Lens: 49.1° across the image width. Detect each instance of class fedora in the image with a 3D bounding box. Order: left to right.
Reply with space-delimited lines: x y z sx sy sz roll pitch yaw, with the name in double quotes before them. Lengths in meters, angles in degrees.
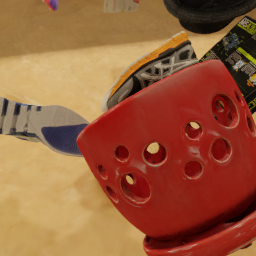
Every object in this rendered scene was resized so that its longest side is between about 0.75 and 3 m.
"fedora" 1.872 -2.823 6.312 2.152 0.983 2.152 -4 64 8

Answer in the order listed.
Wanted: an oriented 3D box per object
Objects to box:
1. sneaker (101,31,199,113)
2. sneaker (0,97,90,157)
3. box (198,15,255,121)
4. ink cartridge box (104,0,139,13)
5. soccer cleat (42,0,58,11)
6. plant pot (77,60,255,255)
"sneaker" 0.515 -0.900 5.163 2.373 0.929 0.916 -38 95 -22
"sneaker" -1.879 -0.094 5.984 2.300 1.328 0.929 15 88 -5
"box" 2.447 -1.259 6.530 2.390 0.588 2.475 -41 30 20
"ink cartridge box" -0.197 -3.398 7.464 0.943 0.549 0.318 -9 68 -11
"soccer cleat" -2.337 -4.349 8.285 0.754 0.658 1.972 -25 69 9
"plant pot" 0.817 0.604 4.430 2.607 2.607 2.374 -24 83 -20
